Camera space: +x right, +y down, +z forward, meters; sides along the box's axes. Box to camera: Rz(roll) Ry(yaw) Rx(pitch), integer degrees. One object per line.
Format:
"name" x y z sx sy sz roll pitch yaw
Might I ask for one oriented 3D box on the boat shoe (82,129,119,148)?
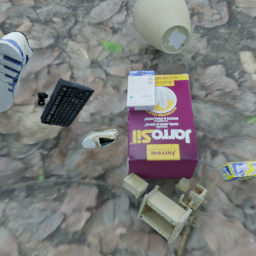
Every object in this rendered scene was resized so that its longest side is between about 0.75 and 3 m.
"boat shoe" -0.830 0.358 8.055 1.144 0.428 0.391 -20 26 16

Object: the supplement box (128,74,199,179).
"supplement box" 0.865 -0.051 7.954 1.802 1.420 2.752 -1 60 1

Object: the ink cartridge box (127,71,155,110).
"ink cartridge box" 0.364 -1.026 7.568 0.730 0.257 1.223 -1 59 6

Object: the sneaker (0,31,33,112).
"sneaker" -3.582 -1.830 8.505 1.131 2.800 1.617 29 42 -17

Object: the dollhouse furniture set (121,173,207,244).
"dollhouse furniture set" 0.903 1.828 7.420 1.728 0.961 1.528 33 39 25

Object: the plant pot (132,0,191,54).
"plant pot" 1.293 -3.396 9.306 1.945 1.945 2.077 -9 44 -5

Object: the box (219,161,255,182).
"box" 3.074 1.168 7.583 1.192 0.383 0.418 1 60 -30

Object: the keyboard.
"keyboard" -1.902 -0.615 7.717 1.293 2.153 0.276 15 57 -24
